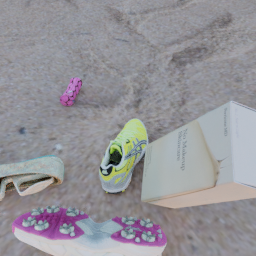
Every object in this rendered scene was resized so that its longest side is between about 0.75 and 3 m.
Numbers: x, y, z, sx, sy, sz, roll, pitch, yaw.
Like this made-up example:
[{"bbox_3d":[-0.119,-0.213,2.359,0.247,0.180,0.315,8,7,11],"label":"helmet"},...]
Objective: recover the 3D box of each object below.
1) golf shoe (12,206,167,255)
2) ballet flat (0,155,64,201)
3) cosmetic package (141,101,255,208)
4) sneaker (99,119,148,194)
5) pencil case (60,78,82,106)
[{"bbox_3d":[-0.795,2.292,5.220,2.923,1.338,1.101,7,11,10],"label":"golf shoe"},{"bbox_3d":[-2.847,1.279,6.717,2.635,0.889,0.821,-13,52,-12],"label":"ballet flat"},{"bbox_3d":[1.403,0.726,5.602,1.016,2.781,1.439,17,63,-21],"label":"cosmetic package"},{"bbox_3d":[-0.048,0.541,7.297,0.890,0.902,2.361,5,46,18],"label":"sneaker"},{"bbox_3d":[-1.901,-1.270,9.502,0.521,0.538,1.148,11,45,1],"label":"pencil case"}]
